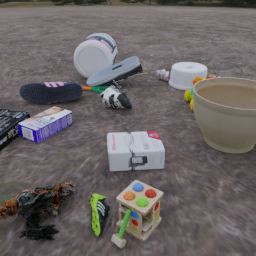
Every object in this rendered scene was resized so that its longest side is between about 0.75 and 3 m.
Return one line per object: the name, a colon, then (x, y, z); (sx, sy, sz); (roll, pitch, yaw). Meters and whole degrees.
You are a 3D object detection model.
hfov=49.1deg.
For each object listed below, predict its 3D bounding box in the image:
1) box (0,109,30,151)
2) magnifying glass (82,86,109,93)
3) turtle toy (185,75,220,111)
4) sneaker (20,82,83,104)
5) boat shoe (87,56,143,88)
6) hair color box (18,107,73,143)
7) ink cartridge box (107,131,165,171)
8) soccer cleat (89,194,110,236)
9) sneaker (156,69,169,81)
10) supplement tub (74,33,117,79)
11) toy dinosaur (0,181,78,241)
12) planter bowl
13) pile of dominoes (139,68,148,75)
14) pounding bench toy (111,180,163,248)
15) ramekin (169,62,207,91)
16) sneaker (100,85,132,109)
box: (-4.169, 0.089, 8.129); (1.742, 0.473, 2.175); (7, 29, 12)
magnifying glass: (-1.370, -1.597, 11.580); (1.457, 0.163, 0.580); (7, 30, 8)
turtle toy: (2.964, -1.208, 9.833); (1.599, 1.109, 2.193); (-1, 29, -3)
sneaker: (-2.859, -1.351, 10.660); (2.300, 0.807, 0.943); (0, 12, -5)
boat shoe: (-0.541, -2.194, 11.919); (2.415, 0.825, 0.892); (-25, 41, 5)
hair color box: (-2.481, -0.140, 8.573); (0.803, 0.476, 1.469); (16, 31, 28)
ink cartridge box: (0.165, 0.569, 7.156); (1.370, 0.571, 0.995); (-2, 29, -4)
soccer cleat: (-0.524, 1.667, 5.452); (0.391, 0.326, 0.965); (16, 29, -21)
sneaker: (1.556, -2.378, 12.732); (0.484, 0.446, 1.097); (-6, 21, -9)
supplement tub: (-1.447, -3.470, 13.272); (1.770, 1.770, 2.522); (2, 29, 4)
toy dinosaur: (-1.820, 1.552, 5.404); (1.780, 0.909, 1.208); (-35, 26, -19)
planter bowl: (2.881, -0.296, 7.711); (2.327, 1.566, 2.327); (0, 29, 0)
pile of dominoes: (0.417, -2.789, 13.708); (1.043, 0.166, 0.813); (-12, 31, -22)
pounding bench toy: (0.107, 1.567, 5.098); (0.640, 0.804, 1.031); (19, 34, 31)
ramekin: (2.620, -2.272, 12.096); (1.663, 0.811, 1.663); (0, 29, 0)
sneaker: (-0.467, -0.946, 9.962); (0.768, 0.643, 1.735); (-32, 33, -14)
